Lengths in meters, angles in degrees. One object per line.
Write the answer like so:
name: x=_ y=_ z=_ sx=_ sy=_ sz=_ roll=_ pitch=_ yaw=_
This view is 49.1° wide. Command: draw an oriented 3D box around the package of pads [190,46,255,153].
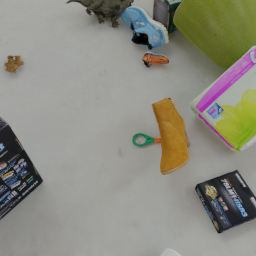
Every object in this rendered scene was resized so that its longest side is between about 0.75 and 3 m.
package of pads: x=3.382 y=-0.769 z=7.897 sx=2.582 sy=0.881 sz=1.995 roll=-44 pitch=64 yaw=7

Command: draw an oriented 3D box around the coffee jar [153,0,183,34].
coffee jar: x=2.397 y=-4.796 z=10.972 sx=2.784 sy=1.452 sz=1.188 roll=-24 pitch=57 yaw=-16

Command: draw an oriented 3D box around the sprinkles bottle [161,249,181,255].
sprinkles bottle: x=0.348 y=3.633 z=5.552 sx=0.842 sy=0.842 sz=2.467 roll=37 pitch=64 yaw=23

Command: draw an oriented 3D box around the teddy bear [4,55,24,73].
teddy bear: x=-4.072 y=-2.289 z=9.980 sx=0.706 sy=0.325 sz=0.974 roll=-19 pitch=50 yaw=-21

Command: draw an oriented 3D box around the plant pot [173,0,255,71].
plant pot: x=3.422 y=-3.262 z=9.416 sx=2.677 sy=2.677 sz=2.861 roll=-28 pitch=79 yaw=-18

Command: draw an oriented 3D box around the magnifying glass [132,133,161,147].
magnifying glass: x=0.661 y=0.355 z=8.259 sx=1.073 sy=0.120 sz=0.427 roll=0 pitch=55 yaw=3

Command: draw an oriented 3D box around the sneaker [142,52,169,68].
sneaker: x=0.947 y=-2.359 z=9.995 sx=0.976 sy=0.379 sz=0.547 roll=20 pitch=61 yaw=25

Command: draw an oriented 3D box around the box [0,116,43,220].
box: x=-3.373 y=1.357 z=5.937 sx=0.695 sy=2.778 sz=2.799 roll=35 pitch=63 yaw=23

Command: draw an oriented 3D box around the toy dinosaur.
toy dinosaur: x=-0.944 y=-4.908 z=11.445 sx=2.988 sy=1.150 sz=1.528 roll=-4 pitch=43 yaw=4

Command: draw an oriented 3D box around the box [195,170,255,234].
box: x=2.561 y=1.833 z=7.121 sx=1.265 sy=0.317 sz=1.275 roll=-17 pitch=58 yaw=-10

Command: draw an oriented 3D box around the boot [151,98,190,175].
boot: x=0.976 y=0.091 z=7.201 sx=0.782 sy=1.591 sz=2.222 roll=-22 pitch=10 yaw=26

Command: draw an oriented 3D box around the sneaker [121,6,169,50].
sneaker: x=0.430 y=-3.775 z=10.606 sx=1.067 sy=0.930 sz=2.372 roll=-38 pitch=59 yaw=-11
